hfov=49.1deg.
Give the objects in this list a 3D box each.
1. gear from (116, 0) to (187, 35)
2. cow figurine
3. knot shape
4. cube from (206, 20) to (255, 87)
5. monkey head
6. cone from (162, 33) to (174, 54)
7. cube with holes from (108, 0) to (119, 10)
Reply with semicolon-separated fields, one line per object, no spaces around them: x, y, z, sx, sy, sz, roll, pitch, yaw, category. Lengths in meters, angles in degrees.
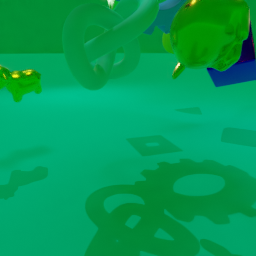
0.674;-2.884;5.365;2.086;2.086;0.386;-7;41;-23;gear
-2.015;-0.889;5.059;0.940;0.925;0.516;-27;67;-26;cow figurine
-0.197;-1.332;4.087;0.794;1.609;1.719;41;8;6;knot shape
2.738;-1.906;7.403;1.150;1.150;1.150;-8;-19;27;cube
0.919;-1.172;3.250;0.820;1.361;0.979;13;47;8;monkey head
1.996;-3.346;10.587;1.030;1.030;1.034;11;20;34;cone
0.039;-3.590;7.250;0.959;0.959;0.959;-4;-19;-18;cube with holes
